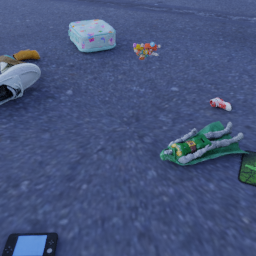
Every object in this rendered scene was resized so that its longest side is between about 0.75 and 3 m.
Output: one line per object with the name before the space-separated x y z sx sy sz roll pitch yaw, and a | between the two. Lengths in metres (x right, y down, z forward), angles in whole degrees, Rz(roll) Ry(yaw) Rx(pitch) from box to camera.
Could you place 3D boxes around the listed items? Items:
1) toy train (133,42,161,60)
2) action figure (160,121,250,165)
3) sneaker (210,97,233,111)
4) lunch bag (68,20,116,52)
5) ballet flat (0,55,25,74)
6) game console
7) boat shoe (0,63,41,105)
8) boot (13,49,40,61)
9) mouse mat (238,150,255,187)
toy train | 0.608 -2.422 8.989 0.874 0.324 1.163 10 -2 10
action figure | 1.958 0.468 7.673 2.368 0.648 1.399 -17 43 -16
sneaker | 3.165 -0.776 9.601 0.442 0.276 0.826 -14 35 -16
lunch bag | -1.897 -4.750 14.365 2.048 0.984 2.554 -18 40 -18
ballet flat | -4.689 -2.415 11.566 2.238 0.759 0.809 21 58 20
game console | -1.913 2.239 5.256 1.011 0.588 0.889 0 37 -1
boat shoe | -4.237 -1.363 9.921 2.847 0.993 1.014 -34 54 -29
boot | -4.702 -3.280 12.918 1.244 0.438 0.890 27 50 37
mouse mat | 3.731 1.161 7.168 1.641 0.062 1.320 16 39 19
